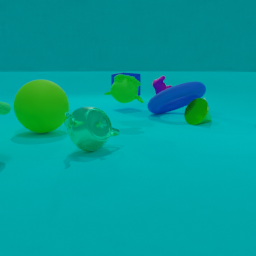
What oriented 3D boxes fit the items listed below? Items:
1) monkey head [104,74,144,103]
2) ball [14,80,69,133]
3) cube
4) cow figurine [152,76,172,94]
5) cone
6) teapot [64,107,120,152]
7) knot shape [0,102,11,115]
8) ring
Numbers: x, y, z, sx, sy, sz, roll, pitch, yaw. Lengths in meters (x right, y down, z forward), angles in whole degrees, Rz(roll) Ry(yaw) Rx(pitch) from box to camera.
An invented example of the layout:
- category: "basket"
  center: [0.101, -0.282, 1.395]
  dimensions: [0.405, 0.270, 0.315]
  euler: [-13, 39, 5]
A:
- category: "monkey head"
  center: [-0.018, -1.071, 7.922]
  dimensions: [1.292, 0.779, 0.930]
  euler: [15, 7, 29]
- category: "ball"
  center: [-2.196, -0.552, 7.164]
  dimensions: [1.355, 1.355, 1.355]
  euler: [0, 13, 0]
- category: "cube"
  center: [-0.089, -1.737, 11.271]
  dimensions: [0.871, 0.871, 0.871]
  euler: [-4, 7, -35]
- category: "cow figurine"
  center: [1.345, -1.540, 12.044]
  dimensions: [1.129, 1.148, 0.630]
  euler: [-31, 11, 34]
- category: "cone"
  center: [2.332, -0.362, 8.578]
  dimensions: [0.862, 0.859, 0.859]
  euler: [24, -3, -36]
- category: "teapot"
  center: [-0.751, -0.027, 5.611]
  dimensions: [0.737, 0.936, 1.505]
  euler: [-22, -27, 39]
- category: "knot shape"
  center: [-2.925, -0.526, 5.065]
  dimensions: [1.355, 1.448, 0.669]
  euler: [-35, 21, 44]
- category: "ring"
  center: [1.653, -1.011, 9.589]
  dimensions: [2.067, 0.413, 2.067]
  euler: [-17, -10, -3]
